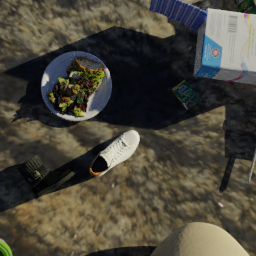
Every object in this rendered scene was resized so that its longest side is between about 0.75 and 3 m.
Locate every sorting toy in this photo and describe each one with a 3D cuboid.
[{"bbox_3d":[-4.048,2.983,7.445,2.159,0.886,1.297,20,101,-10],"label":"sorting toy"}]

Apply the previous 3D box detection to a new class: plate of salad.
[{"bbox_3d":[-1.464,-1.205,7.865,2.017,0.484,2.017,0,86,-1],"label":"plate of salad"}]

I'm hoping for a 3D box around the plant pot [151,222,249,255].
[{"bbox_3d":[1.731,3.458,6.522,2.998,2.013,2.998,8,130,10],"label":"plant pot"}]

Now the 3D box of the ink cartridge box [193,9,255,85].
[{"bbox_3d":[3.083,-2.148,7.649,2.277,0.964,1.646,8,81,2],"label":"ink cartridge box"}]

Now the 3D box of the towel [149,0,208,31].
[{"bbox_3d":[1.297,-3.098,7.459,1.517,1.098,0.181,22,91,0],"label":"towel"}]

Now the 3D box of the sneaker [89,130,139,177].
[{"bbox_3d":[-0.341,0.716,7.595,1.711,0.724,0.623,-43,85,-5],"label":"sneaker"}]

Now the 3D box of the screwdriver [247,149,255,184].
[{"bbox_3d":[3.651,0.182,7.775,0.409,0.392,2.808,25,82,-26],"label":"screwdriver"}]

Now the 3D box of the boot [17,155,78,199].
[{"bbox_3d":[-2.197,1.161,7.639,1.432,0.539,1.071,-29,86,-2],"label":"boot"}]

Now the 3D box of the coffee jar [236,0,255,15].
[{"bbox_3d":[3.414,-3.637,7.959,0.543,0.663,1.272,-13,84,-23],"label":"coffee jar"}]

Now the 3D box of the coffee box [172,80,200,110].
[{"bbox_3d":[1.653,-0.949,8.000,0.465,0.166,0.756,-36,86,-3],"label":"coffee box"}]
